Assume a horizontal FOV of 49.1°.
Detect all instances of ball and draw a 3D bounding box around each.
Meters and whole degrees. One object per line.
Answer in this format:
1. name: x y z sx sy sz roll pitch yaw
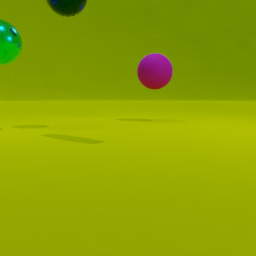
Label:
1. ball: -3.274 -2.167 7.089 1.129 1.129 1.129 0 6 0
2. ball: -1.639 -3.552 7.463 1.114 1.114 1.114 0 6 0
3. ball: 1.052 -2.203 10.956 1.391 1.391 1.391 0 6 0
